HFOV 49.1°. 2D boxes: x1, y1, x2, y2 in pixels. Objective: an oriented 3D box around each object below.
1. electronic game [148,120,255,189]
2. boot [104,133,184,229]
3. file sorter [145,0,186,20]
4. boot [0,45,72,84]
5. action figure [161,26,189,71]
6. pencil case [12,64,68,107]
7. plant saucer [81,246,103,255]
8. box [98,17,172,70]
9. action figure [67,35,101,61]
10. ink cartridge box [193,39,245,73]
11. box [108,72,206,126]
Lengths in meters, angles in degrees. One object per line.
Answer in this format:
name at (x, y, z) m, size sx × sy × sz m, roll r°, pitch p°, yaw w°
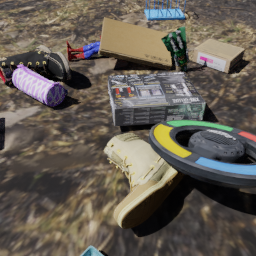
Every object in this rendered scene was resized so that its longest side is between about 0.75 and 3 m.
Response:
electronic game at (1.936, 0.406, 6.124) m, size 2.998 × 0.624 × 2.998 m, roll 7°, pitch 19°, yaw -2°
boot at (0.048, 0.957, 5.942) m, size 1.695 × 0.794 × 2.181 m, roll 30°, pitch 44°, yaw 27°
file sorter at (1.877, -6.285, 14.217) m, size 1.906 × 1.169 × 1.323 m, roll -3°, pitch 40°, yaw -3°
boot at (-3.195, -1.995, 9.346) m, size 1.927 × 0.936 × 2.559 m, roll -25°, pitch 43°, yaw -28°
action figure at (1.799, -2.621, 9.708) m, size 0.894 × 1.514 × 0.414 m, roll -25°, pitch 39°, yaw 6°
pencil case at (-2.777, -1.307, 8.661) m, size 1.856 × 0.793 × 0.779 m, roll 25°, pitch 43°, yaw 28°
plant saucer at (-1.137, 2.942, 4.110) m, size 0.874 × 0.237 × 2.501 m, roll 29°, pitch 50°, yaw 30°
box at (0.300, -3.215, 10.560) m, size 2.659 × 0.283 × 2.174 m, roll 10°, pitch 49°, yaw -10°
action figure at (-0.862, -3.170, 10.953) m, size 2.996 × 0.774 × 0.980 m, roll -5°, pitch 38°, yaw -10°
ink cartridge box at (3.385, -2.727, 10.498) m, size 1.493 × 0.561 × 1.230 m, roll 30°, pitch 49°, yaw 30°
box at (0.727, -0.919, 8.181) m, size 2.491 × 0.620 × 1.965 m, roll -5°, pitch 37°, yaw -7°
